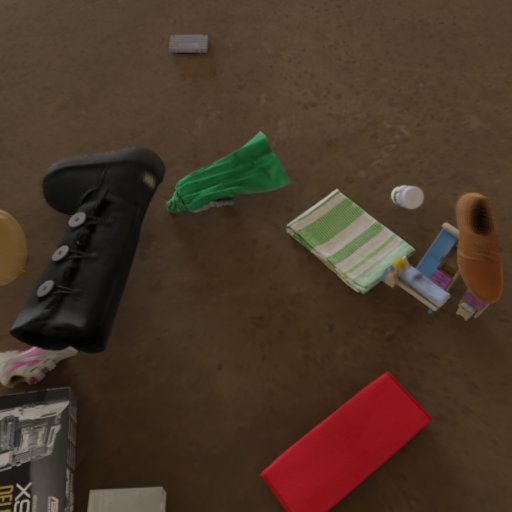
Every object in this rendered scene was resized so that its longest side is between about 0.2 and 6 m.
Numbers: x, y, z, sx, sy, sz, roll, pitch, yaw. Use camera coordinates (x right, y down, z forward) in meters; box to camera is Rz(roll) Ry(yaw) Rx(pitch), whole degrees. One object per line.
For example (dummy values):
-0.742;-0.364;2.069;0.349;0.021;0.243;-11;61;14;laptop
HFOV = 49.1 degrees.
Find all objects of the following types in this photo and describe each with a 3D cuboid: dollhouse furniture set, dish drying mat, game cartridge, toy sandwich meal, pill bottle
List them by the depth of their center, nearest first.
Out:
1.556;3.252;9.553;2.976;0.271;1.143;-32;62;-21;dish drying mat
3.568;0.343;10.474;1.742;1.204;1.845;39;27;23;dollhouse furniture set
-5.138;-0.177;11.105;1.682;0.576;1.682;2;96;17;toy sandwich meal
3.279;-1.291;12.232;0.474;0.834;0.474;-1;99;-6;pill bottle
-1.928;-6.057;16.042;1.088;0.209;0.705;0;59;0;game cartridge

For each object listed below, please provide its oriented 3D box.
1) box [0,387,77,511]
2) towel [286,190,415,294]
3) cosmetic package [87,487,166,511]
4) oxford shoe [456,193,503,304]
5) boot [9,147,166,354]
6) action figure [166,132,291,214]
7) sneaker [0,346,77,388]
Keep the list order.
-3.979;3.479;9.169;1.891;0.597;2.398;-6;55;-5;box
1.997;-0.359;12.043;1.736;0.266;2.276;-36;63;-23;towel
-2.036;4.040;8.857;1.184;0.534;0.633;1;56;-3;cosmetic package
4.134;-0.118;10.379;0.756;0.755;2.119;-12;91;11;oxford shoe
-3.579;-0.075;10.789;3.265;1.300;3.962;-11;56;35;boot
-0.783;-1.633;12.638;2.736;0.748;1.616;-24;60;-7;action figure
-3.983;1.996;10.248;1.519;0.618;0.670;-20;58;-3;sneaker
